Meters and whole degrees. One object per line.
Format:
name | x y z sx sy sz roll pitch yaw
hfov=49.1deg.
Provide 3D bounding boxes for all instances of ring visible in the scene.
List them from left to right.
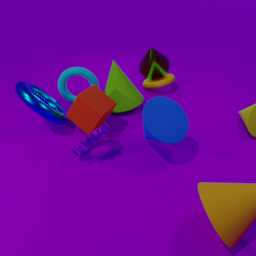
ring | -2.595 -0.766 8.554 0.377 1.886 1.886 -49 44 5
ring | -1.619 -1.361 9.171 1.324 1.324 0.265 -1 35 -2
ring | 1.200 -1.830 10.925 1.276 0.255 1.276 -13 21 5

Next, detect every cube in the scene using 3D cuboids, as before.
cube | -1.077 -0.544 8.342 0.936 0.936 0.936 40 36 2

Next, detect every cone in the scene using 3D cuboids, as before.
cone | -0.337 -1.542 9.448 1.516 1.522 1.516 -9 31 5
cone | 0.947 -2.723 10.748 1.263 1.267 1.263 -4 71 10
cone | 0.719 0.041 7.494 1.297 1.302 1.297 10 63 -20
cone | 2.212 1.335 5.194 1.310 1.305 1.305 -32 29 19
cone | 3.772 -0.382 8.615 1.122 1.122 1.126 -10 17 -14

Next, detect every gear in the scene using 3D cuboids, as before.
gear | -0.989 0.290 7.467 1.164 0.215 1.164 -39 7 6
